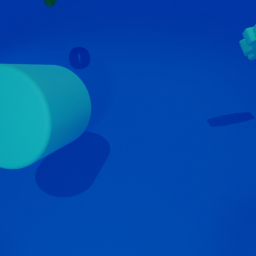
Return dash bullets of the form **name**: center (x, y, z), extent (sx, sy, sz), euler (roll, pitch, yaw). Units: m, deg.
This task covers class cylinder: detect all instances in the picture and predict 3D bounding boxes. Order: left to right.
- **cylinder**: center (-1.400, -0.244, 4.101), extent (1.340, 1.340, 1.340), euler (11, 14, 13)

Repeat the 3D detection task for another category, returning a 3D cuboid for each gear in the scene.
- **gear**: center (2.488, -1.561, 4.484), extent (1.291, 1.291, 0.239), euler (-11, 72, -13)

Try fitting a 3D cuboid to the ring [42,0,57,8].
- **ring**: center (-2.095, -4.049, 7.206), extent (0.349, 1.747, 1.747), euler (-8, 40, -18)
